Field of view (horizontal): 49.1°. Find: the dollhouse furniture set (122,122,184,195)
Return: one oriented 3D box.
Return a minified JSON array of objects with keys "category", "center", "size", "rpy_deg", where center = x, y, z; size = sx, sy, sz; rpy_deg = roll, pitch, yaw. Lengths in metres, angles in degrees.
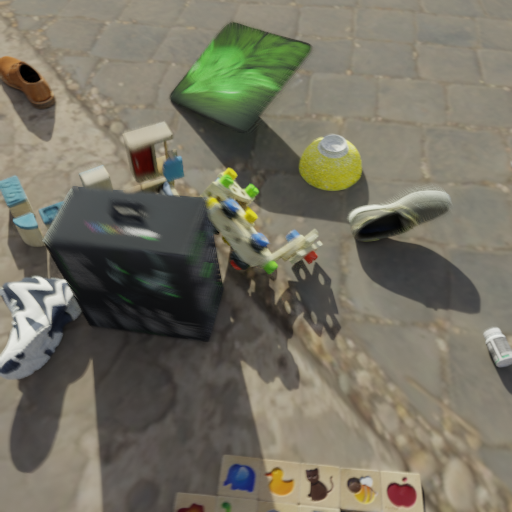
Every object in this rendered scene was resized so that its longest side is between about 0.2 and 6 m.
[{"category":"dollhouse furniture set","center":[-1.993,-1.093,10.363],"size":[1.401,2.000,1.410],"rpy_deg":[-21,55,-17]}]

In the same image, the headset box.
[{"category":"headset box","center":[-1.841,0.129,9.017],"size":[2.231,2.563,1.189],"rpy_deg":[6,52,10]}]

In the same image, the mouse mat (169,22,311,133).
[{"category":"mouse mat","center":[-0.473,-4.191,12.873],"size":[3.125,0.118,2.514],"rpy_deg":[34,85,41]}]

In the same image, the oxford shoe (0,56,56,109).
[{"category":"oxford shoe","center":[-5.718,-4.495,13.776],"size":[0.797,0.797,2.236],"rpy_deg":[-39,60,-24]}]

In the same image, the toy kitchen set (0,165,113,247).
[{"category":"toy kitchen set","center":[-3.962,-1.309,11.095],"size":[1.931,1.137,1.547],"rpy_deg":[-24,56,-18]}]

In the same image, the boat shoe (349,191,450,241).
[{"category":"boat shoe","center":[2.757,-0.720,10.699],"size":[1.925,0.688,0.575],"rpy_deg":[-13,39,15]}]

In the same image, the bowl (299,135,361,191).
[{"category":"bowl","center":[1.621,-2.133,11.983],"size":[1.376,0.740,1.376],"rpy_deg":[0,53,0]}]

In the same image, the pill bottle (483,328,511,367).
[{"category":"pill bottle","center":[4.079,1.538,9.419],"size":[0.335,0.335,0.592],"rpy_deg":[-8,54,-6]}]

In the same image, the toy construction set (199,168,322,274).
[{"category":"toy construction set","center":[-0.091,-0.545,10.473],"size":[2.620,1.207,1.718],"rpy_deg":[37,18,17]}]

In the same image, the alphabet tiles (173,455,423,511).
[{"category":"alphabet tiles","center":[0.514,4.263,7.470],"size":[3.540,0.134,2.959],"rpy_deg":[4,53,4]}]

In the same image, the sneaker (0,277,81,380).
[{"category":"sneaker","center":[-3.977,1.086,9.476],"size":[1.314,0.806,2.020],"rpy_deg":[17,54,14]}]
